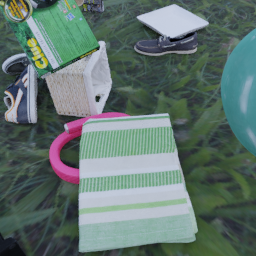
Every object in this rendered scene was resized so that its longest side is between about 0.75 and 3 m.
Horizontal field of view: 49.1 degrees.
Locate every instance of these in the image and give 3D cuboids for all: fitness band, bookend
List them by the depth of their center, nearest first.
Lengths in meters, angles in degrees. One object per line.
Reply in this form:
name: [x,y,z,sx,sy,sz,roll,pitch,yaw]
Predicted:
bookend: [-3.026,2.017,4.740,1.799,0.834,1.810,-33,55,-28]
fitness band: [-0.667,0.406,6.527,2.306,0.432,1.656,-17,50,-14]

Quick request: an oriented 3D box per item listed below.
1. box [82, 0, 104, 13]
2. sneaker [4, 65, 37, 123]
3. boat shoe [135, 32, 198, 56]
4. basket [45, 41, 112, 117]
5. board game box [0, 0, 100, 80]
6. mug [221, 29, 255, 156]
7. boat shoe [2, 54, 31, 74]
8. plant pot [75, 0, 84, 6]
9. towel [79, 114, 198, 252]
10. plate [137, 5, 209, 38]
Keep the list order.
box: [-1.447,-5.254,11.358,0.849,1.060,0.235,6,51,6]
sneaker: [-2.873,-0.983,7.556,0.810,0.800,2.039,-4,49,-11]
boat shoe: [1.291,-2.929,9.454,2.147,0.673,0.780,-2,47,-1]
basket: [-1.235,-1.269,7.387,1.230,1.530,1.516,4,47,12]
board game box: [-1.774,-2.428,5.476,1.382,0.309,2.638,-29,93,-10]
mug: [2.324,-0.346,3.341,2.316,1.903,1.432,22,21,9]
boat shoe: [-2.971,-1.986,8.659,1.698,0.583,0.481,-21,50,-21]
plant pot: [-2.001,-3.957,7.626,1.008,1.502,1.502,-7,43,25]
towel: [0.084,0.947,5.832,2.191,0.336,2.873,-3,56,-5]
plate: [1.681,-4.003,10.699,1.994,0.323,1.999,-27,52,-24]
